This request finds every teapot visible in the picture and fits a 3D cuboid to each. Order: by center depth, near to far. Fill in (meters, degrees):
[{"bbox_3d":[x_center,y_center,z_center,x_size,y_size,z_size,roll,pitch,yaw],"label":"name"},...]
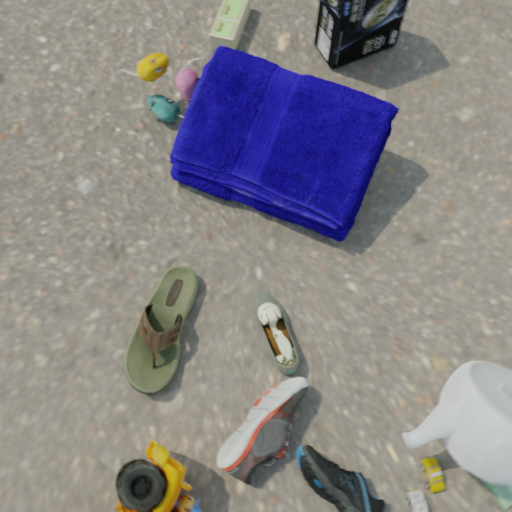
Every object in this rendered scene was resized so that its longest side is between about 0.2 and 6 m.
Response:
[{"bbox_3d":[3.735,2.800,8.806,2.112,1.542,2.084,36,27,25],"label":"teapot"}]

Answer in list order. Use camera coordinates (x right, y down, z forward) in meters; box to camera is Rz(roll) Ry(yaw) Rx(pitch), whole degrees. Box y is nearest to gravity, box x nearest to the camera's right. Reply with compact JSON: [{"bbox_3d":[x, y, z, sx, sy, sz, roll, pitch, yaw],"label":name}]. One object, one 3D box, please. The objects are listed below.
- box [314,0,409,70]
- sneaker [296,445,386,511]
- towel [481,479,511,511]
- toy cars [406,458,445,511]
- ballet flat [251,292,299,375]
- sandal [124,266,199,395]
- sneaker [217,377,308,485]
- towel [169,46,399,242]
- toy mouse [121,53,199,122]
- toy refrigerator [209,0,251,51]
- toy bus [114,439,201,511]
[{"bbox_3d":[2.297,-5.345,12.187,1.745,2.131,0.918,-23,69,-10],"label":"box"},{"bbox_3d":[1.369,3.742,9.233,0.700,0.626,1.710,-37,78,-28],"label":"sneaker"},{"bbox_3d":[4.504,3.226,9.595,1.786,0.209,1.363,-29,71,-12],"label":"towel"},{"bbox_3d":[2.826,3.897,9.255,0.515,0.255,1.150,29,67,10],"label":"toy cars"},{"bbox_3d":[0.374,1.329,10.223,0.567,0.536,1.683,-19,68,-8],"label":"ballet flat"},{"bbox_3d":[-1.755,1.246,10.158,0.991,0.712,2.495,12,67,5],"label":"sandal"},{"bbox_3d":[0.256,2.978,9.548,2.045,0.788,0.837,-45,99,-15],"label":"sneaker"},{"bbox_3d":[0.429,-2.227,10.933,3.935,0.975,2.906,22,97,9],"label":"towel"},{"bbox_3d":[-1.775,-3.361,11.770,2.036,1.810,0.394,-11,29,36],"label":"toy mouse"},{"bbox_3d":[-0.597,-5.516,13.136,0.577,0.532,1.520,15,68,6],"label":"toy refrigerator"},{"bbox_3d":[-1.450,4.340,8.507,2.246,1.588,2.340,32,67,-1],"label":"toy bus"}]
